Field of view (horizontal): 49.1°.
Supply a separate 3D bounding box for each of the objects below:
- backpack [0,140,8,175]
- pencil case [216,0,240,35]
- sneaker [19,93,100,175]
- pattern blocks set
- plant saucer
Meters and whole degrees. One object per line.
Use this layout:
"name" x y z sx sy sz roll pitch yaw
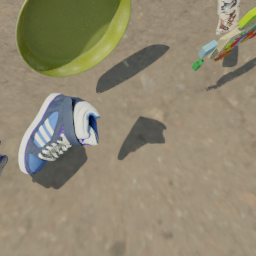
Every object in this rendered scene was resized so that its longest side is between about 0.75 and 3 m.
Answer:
"backpack" -3.133 0.734 5.476 1.283 1.586 1.665 36 99 -17
"pencil case" 2.238 -2.770 6.346 0.551 1.231 0.479 -12 29 -5
"sneaker" -1.010 0.212 4.400 1.070 0.589 1.462 22 86 25
"pattern blocks set" 2.422 -1.992 6.126 2.286 2.009 0.185 -33 81 2
"plant saucer" -1.168 -2.287 6.147 2.734 2.734 0.425 -31 65 -13
